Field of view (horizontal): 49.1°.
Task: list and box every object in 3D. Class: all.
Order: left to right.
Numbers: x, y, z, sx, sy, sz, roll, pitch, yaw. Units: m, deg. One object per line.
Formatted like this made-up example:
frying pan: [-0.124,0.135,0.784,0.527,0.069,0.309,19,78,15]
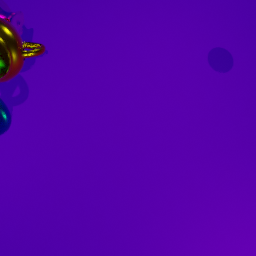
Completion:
knot shape: [-2.812,-0.278,5.293,0.832,1.685,1.801,1,71,-41]
teapot: [-2.629,-1.550,5.263,2.086,1.297,1.021,4,37,-5]
monkey head: [-2.803,-2.081,5.907,1.033,1.713,1.233,11,88,-18]
